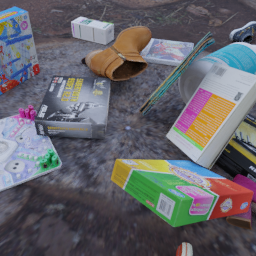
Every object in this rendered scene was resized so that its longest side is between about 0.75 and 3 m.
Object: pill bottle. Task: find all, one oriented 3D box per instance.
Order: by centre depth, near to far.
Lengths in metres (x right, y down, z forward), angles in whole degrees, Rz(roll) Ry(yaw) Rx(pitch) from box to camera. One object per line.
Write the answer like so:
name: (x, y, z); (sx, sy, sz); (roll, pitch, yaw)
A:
pill bottle: (3.101, -1.666, 8.732); (2.940, 1.628, 1.628); (-30, 50, -28)

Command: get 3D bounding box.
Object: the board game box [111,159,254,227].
board game box: (1.063, 1.125, 5.420); (2.244, 0.452, 1.717); (7, 12, -40)

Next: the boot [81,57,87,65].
boot: (-1.330, -2.693, 10.924); (1.030, 0.385, 0.499); (-12, 24, -10)

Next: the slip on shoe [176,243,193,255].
slip on shoe: (0.410, 2.808, 4.441); (0.725, 0.878, 2.370); (21, 51, 27)

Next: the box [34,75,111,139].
box: (-1.519, -0.705, 8.360); (1.901, 0.580, 2.400); (3, 40, 0)

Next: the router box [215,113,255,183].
router box: (3.137, 0.589, 7.007); (1.718, 0.571, 2.185); (-29, 49, -25)

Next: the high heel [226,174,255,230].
high heel: (3.270, 1.568, 5.567); (2.456, 0.828, 1.181); (9, 52, 24)

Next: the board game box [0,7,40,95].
board game box: (-4.076, -2.381, 9.049); (0.639, 2.288, 2.240); (26, 49, 22)

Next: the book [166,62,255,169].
book: (1.999, -0.390, 6.786); (0.550, 2.290, 1.530); (26, 11, -34)

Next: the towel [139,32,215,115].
towel: (1.251, -1.383, 7.460); (0.269, 2.482, 1.820); (42, 13, -1)

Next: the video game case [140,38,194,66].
video game case: (1.587, -3.097, 11.377); (1.961, 0.225, 1.787); (11, 44, 12)

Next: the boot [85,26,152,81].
boot: (0.102, -2.580, 9.907); (2.949, 1.087, 2.281); (-34, 36, -13)

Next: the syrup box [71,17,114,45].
syrup box: (-1.557, -4.295, 12.330); (1.793, 0.730, 0.706); (20, 45, 20)

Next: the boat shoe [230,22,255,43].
boat shoe: (5.318, -4.131, 12.310); (1.634, 0.578, 0.742); (-28, 49, -18)

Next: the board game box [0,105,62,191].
board game box: (-3.379, 0.522, 7.296); (2.594, 0.336, 2.593); (-20, 45, -21)
